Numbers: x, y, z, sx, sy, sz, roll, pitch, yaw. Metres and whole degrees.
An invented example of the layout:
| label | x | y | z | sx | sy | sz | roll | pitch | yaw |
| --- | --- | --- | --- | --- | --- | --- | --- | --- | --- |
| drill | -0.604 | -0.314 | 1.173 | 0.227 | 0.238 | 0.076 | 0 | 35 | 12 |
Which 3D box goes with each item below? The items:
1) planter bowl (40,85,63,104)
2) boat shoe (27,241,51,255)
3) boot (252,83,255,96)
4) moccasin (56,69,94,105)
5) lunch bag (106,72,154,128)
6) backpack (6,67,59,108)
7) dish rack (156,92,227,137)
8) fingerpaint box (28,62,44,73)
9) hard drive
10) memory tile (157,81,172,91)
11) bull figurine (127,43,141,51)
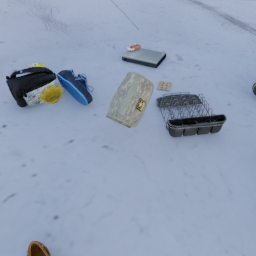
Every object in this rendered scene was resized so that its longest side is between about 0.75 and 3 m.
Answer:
| label | x | y | z | sx | sy | sz | roll | pitch | yaw |
| --- | --- | --- | --- | --- | --- | --- | --- | --- | --- |
| planter bowl | -2.808 | -1.179 | 10.507 | 0.902 | 0.376 | 0.902 | -6 | 55 | 8 |
| boat shoe | -1.927 | 3.525 | 6.472 | 0.726 | 0.681 | 2.018 | -21 | 44 | -23 |
| boot | 6.741 | -2.071 | 13.149 | 2.382 | 0.860 | 1.799 | 3 | 37 | -4 |
| moccasin | -2.340 | -2.103 | 12.843 | 1.008 | 1.190 | 2.957 | -32 | 50 | -18 |
| lunch bag | 0.058 | -0.903 | 9.507 | 1.182 | 1.649 | 2.010 | 25 | -2 | -3 |
| backpack | -4.116 | -1.825 | 12.448 | 2.051 | 1.298 | 1.711 | -26 | 58 | -23 |
| dish rack | 2.417 | -0.775 | 11.606 | 2.262 | 0.804 | 2.949 | -5 | 39 | -7 |
| fingerpaint box | -4.785 | -3.068 | 14.724 | 0.765 | 0.336 | 0.917 | -14 | 41 | -17 |
| hard drive | 0.936 | -4.032 | 15.882 | 2.126 | 0.350 | 1.484 | 18 | 43 | 20 |
| memory tile | 1.796 | -2.053 | 13.711 | 0.638 | 0.070 | 0.833 | 10 | 41 | 12 |
| bull figurine | 0.305 | -4.638 | 16.113 | 0.884 | 0.288 | 0.537 | -14 | 41 | -15 |
